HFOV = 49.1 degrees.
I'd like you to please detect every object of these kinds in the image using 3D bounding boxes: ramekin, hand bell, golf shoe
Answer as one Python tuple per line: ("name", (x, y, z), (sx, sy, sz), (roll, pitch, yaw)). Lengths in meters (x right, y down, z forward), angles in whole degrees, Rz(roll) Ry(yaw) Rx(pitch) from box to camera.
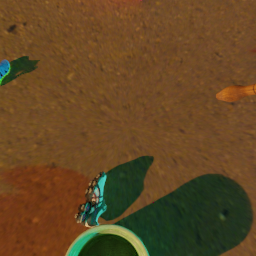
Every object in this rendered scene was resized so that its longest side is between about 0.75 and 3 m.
("ramekin", (-0.451, 3.281, 6.496), (1.974, 0.964, 1.974), (0, 69, 0))
("hand bell", (1.994, -0.605, 4.385), (0.868, 1.666, 0.868), (1, 87, -24))
("golf shoe", (-0.838, 1.863, 7.352), (0.639, 0.560, 1.451), (29, 69, -15))

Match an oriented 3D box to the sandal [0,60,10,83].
("sandal", (-4.004, -1.743, 8.692), (0.382, 0.419, 0.962), (15, 68, 8))
